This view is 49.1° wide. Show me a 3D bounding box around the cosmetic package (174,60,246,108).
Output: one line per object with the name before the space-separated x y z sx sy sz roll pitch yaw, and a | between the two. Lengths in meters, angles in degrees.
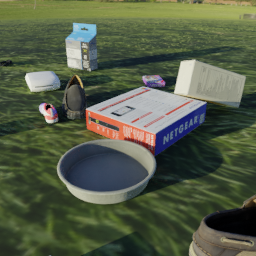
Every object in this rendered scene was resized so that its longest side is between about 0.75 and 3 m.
cosmetic package | 2.814 -1.474 9.575 2.256 1.187 0.802 12 4 -24

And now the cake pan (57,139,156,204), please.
cake pan | -0.464 0.932 6.377 2.200 0.404 2.200 0 27 0

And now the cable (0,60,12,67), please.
cable | -7.061 -3.716 15.966 0.819 0.255 1.004 -5 27 -9

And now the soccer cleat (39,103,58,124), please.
soccer cleat | -2.680 -0.642 9.423 0.494 0.530 1.448 -12 29 -23

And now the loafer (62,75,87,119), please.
loafer | -1.895 -1.099 9.864 0.902 0.896 2.478 -3 30 -15

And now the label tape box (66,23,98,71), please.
label tape box | -2.477 -4.302 14.866 1.633 2.265 0.717 16 31 29

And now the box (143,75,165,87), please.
box | 1.163 -2.141 12.805 0.780 0.223 1.140 -4 27 -7

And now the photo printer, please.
photo printer | -3.692 -2.020 12.178 1.313 0.548 1.578 -10 28 -22

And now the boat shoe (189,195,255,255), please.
boat shoe | 2.225 1.605 4.396 2.589 0.949 0.964 -9 28 -18

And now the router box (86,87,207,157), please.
router box | 0.607 -0.389 8.707 2.570 0.700 2.864 21 33 36
